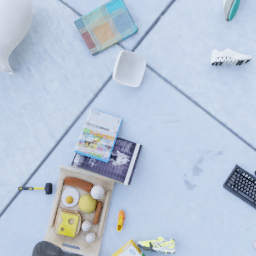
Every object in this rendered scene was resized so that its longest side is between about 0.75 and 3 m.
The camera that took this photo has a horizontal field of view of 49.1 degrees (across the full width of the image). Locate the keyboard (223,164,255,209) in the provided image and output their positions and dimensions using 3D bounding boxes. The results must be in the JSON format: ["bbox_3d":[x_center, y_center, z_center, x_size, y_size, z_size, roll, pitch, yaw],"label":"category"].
[{"bbox_3d":[4.982,2.309,10.682,2.395,0.307,1.438,34,87,1],"label":"keyboard"}]

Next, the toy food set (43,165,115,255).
[{"bbox_3d":[-1.816,3.047,10.319,2.143,0.902,2.986,13,86,1],"label":"toy food set"}]

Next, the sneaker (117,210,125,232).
[{"bbox_3d":[-0.261,3.511,10.596,0.297,0.313,0.813,4,85,1],"label":"sneaker"}]

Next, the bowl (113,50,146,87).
[{"bbox_3d":[0.004,-2.236,10.644,1.246,0.466,1.247,11,98,-34],"label":"bowl"}]

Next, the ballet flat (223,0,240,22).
[{"bbox_3d":[4.177,-5.276,11.026,0.769,0.813,2.414,26,85,29],"label":"ballet flat"}]

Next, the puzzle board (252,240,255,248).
[{"bbox_3d":[5.702,4.333,10.630,1.596,0.139,1.203,-41,87,-2],"label":"puzzle board"}]

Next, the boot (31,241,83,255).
[{"bbox_3d":[-2.340,5.389,10.035,2.894,1.010,1.905,28,113,7],"label":"boot"}]

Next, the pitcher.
[{"bbox_3d":[-5.031,-3.826,10.290,2.562,1.810,2.986,19,94,-12],"label":"pitcher"}]

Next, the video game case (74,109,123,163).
[{"bbox_3d":[-1.084,0.258,10.565,1.313,0.163,1.835,18,66,1],"label":"video game case"}]

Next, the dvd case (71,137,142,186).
[{"bbox_3d":[-0.758,1.028,10.486,2.279,0.182,1.694,18,61,2],"label":"dvd case"}]

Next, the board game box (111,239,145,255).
[{"bbox_3d":[-0.298,5.924,10.296,2.887,0.582,2.209,-38,87,-2],"label":"board game box"}]

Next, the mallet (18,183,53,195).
[{"bbox_3d":[-3.537,2.383,10.724,1.342,0.276,0.442,-8,90,5],"label":"mallet"}]

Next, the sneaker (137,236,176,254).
[{"bbox_3d":[1.070,4.353,10.502,1.437,0.542,0.549,8,67,-2],"label":"sneaker"}]

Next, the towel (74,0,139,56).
[{"bbox_3d":[-0.838,-4.021,11.016,2.148,0.233,1.575,-29,95,-2],"label":"towel"}]

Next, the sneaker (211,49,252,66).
[{"bbox_3d":[4.017,-2.788,10.892,1.579,0.593,0.640,0,78,-1],"label":"sneaker"}]
